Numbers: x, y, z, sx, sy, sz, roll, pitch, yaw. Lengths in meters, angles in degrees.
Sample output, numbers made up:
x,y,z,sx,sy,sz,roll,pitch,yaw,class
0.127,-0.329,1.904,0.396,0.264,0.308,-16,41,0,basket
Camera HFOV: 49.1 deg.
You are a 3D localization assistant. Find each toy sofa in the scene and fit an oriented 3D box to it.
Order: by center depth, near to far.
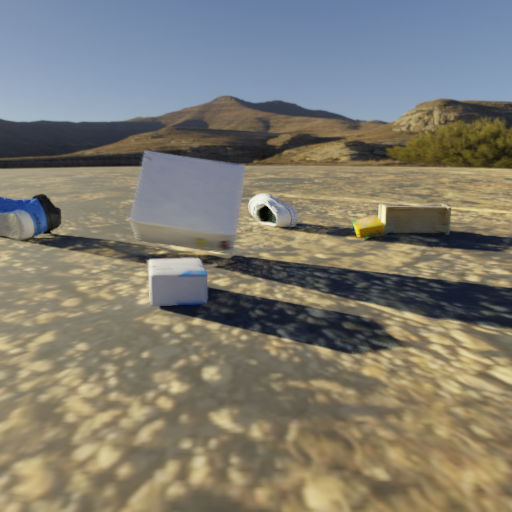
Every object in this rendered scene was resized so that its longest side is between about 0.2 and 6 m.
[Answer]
x,y,z,sx,sy,sz,roll,pitch,yaw,class
3.836,-0.913,13.684,1.663,0.689,0.812,0,13,1,toy sofa

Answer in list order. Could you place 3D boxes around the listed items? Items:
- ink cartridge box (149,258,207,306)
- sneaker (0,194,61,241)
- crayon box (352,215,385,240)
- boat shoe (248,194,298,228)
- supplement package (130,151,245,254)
x,y,z,sx,sy,sz,roll,pitch,yaw,class
-1.144,0.357,8.070,0.785,0.453,1.075,-1,11,-10,ink cartridge box
-5.676,-1.011,13.446,2.408,0.924,1.340,13,23,34,sneaker
2.601,-0.661,12.978,0.603,0.241,0.950,-14,17,4,crayon box
0.258,-1.226,14.954,0.703,0.775,2.107,-6,14,-31,boat shoe
-1.274,-1.000,10.741,1.916,1.492,1.062,8,-20,-1,supplement package
